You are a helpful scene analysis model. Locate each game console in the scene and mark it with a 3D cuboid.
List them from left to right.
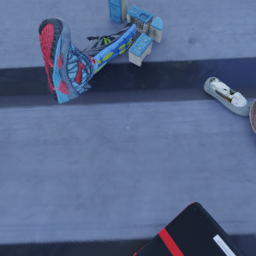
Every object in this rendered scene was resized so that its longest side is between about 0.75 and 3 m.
[{"bbox_3d":[1.450,3.332,6.046,2.428,0.426,2.745,-42,46,1],"label":"game console"}]

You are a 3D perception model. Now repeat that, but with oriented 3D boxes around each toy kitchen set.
[{"bbox_3d":[-0.044,-3.488,9.482,2.195,1.293,1.758,31,70,14],"label":"toy kitchen set"}]

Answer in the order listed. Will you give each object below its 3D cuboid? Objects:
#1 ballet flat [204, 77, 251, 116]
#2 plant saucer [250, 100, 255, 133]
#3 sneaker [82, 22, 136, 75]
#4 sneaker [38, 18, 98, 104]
[{"bbox_3d":[3.171,-0.991,8.770,1.739,0.554,0.586,37,71,15],"label":"ballet flat"},{"bbox_3d":[4.681,-0.149,8.493,2.086,0.382,2.086,0,65,-1],"label":"plant saucer"},{"bbox_3d":[-0.777,-2.818,9.379,2.612,0.926,1.082,-39,78,-13],"label":"sneaker"},{"bbox_3d":[-1.145,-1.390,5.647,1.061,2.221,0.881,-19,71,-17],"label":"sneaker"}]
